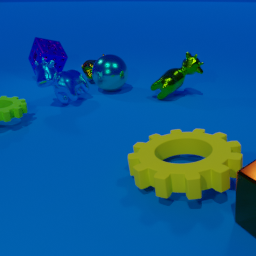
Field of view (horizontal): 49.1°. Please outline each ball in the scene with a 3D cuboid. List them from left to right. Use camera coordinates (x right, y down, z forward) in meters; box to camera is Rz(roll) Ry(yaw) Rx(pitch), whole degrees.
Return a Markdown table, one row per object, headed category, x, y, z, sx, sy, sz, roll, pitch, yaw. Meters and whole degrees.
| category | x | y | z | sx | sy | sz | roll | pitch | yaw |
| --- | --- | --- | --- | --- | --- | --- | --- | --- | --- |
| ball | -0.590 | -1.822 | 9.281 | 1.204 | 1.204 | 1.204 | 0 | 26 | 0 |

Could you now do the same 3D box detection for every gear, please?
| category | x | y | z | sx | sy | sz | roll | pitch | yaw |
| --- | --- | --- | --- | --- | --- | --- | --- | --- | --- |
| gear | -3.252 | -0.486 | 7.038 | 1.340 | 0.248 | 1.340 | 2 | 24 | -1 |
| gear | 0.990 | 0.543 | 4.987 | 1.929 | 0.357 | 1.929 | -8 | 21 | 3 |

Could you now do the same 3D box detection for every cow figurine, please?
| category | x | y | z | sx | sy | sz | roll | pitch | yaw |
| --- | --- | --- | --- | --- | --- | --- | --- | --- | --- |
| cow figurine | -1.944 | -1.446 | 8.180 | 0.822 | 1.474 | 1.498 | -13 | 23 | 36 |
| cow figurine | -1.131 | -2.325 | 10.745 | 1.506 | 0.827 | 1.482 | -1 | 29 | -30 |
| cow figurine | 1.534 | -1.603 | 8.606 | 1.474 | 0.809 | 1.450 | -41 | 5 | -40 |

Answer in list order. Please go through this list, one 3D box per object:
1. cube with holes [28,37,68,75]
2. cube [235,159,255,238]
| category | x | y | z | sx | sy | sz | roll | pitch | yaw |
| --- | --- | --- | --- | --- | --- | --- | --- | --- | --- |
| cube with holes | -3.031 | -2.650 | 10.575 | 0.980 | 0.980 | 0.980 | -2 | 50 | -40 |
| cube | 2.172 | 0.970 | 3.710 | 1.018 | 1.018 | 1.018 | -25 | 34 | -21 |
